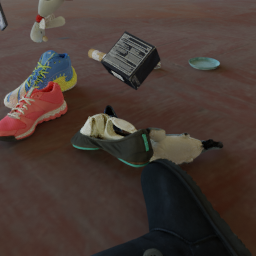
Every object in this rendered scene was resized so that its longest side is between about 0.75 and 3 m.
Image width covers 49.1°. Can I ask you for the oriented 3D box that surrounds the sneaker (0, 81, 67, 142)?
[{"bbox_3d":[-2.900,-0.587,8.144,0.966,1.137,2.620,18,37,26],"label":"sneaker"}]

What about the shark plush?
[{"bbox_3d":[1.164,0.367,6.979,2.575,1.170,1.073,-15,5,-15],"label":"shark plush"}]

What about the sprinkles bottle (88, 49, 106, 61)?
[{"bbox_3d":[-1.321,-3.374,13.181,0.455,0.455,1.332,-27,40,-35],"label":"sprinkles bottle"}]

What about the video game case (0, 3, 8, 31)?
[{"bbox_3d":[-4.368,-3.848,9.545,0.116,0.871,1.219,-23,19,-24],"label":"video game case"}]

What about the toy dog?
[{"bbox_3d":[-2.571,-3.979,9.664,1.106,2.297,1.515,31,49,5],"label":"toy dog"}]

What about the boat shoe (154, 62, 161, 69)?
[{"bbox_3d":[0.908,-2.796,12.343,1.065,0.393,0.342,7,28,-2],"label":"boat shoe"}]

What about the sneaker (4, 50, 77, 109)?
[{"bbox_3d":[-3.039,-1.803,9.654,1.129,1.566,2.982,19,37,27],"label":"sneaker"}]

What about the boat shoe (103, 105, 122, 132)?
[{"bbox_3d":[-0.549,-0.136,7.992,0.654,0.534,1.555,-9,33,-14],"label":"boat shoe"}]

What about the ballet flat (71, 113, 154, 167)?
[{"bbox_3d":[-0.452,0.152,6.655,2.670,0.913,0.908,11,21,42],"label":"ballet flat"}]

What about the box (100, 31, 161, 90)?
[{"bbox_3d":[0.081,-1.746,7.284,1.077,0.664,1.069,37,86,27],"label":"box"}]

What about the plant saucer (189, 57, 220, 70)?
[{"bbox_3d":[3.437,-2.908,12.696,1.372,0.188,1.372,0,32,0],"label":"plant saucer"}]

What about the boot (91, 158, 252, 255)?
[{"bbox_3d":[0.263,1.738,4.514,2.347,1.067,2.793,-13,41,-26],"label":"boot"}]
